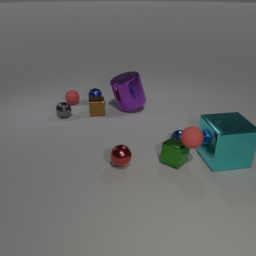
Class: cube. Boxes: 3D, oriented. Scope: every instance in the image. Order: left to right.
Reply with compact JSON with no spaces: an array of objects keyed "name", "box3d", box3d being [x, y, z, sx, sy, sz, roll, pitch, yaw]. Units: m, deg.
[{"name":"cube","box3d":[-1.416,-0.985,12.725,0.700,0.700,0.700,-4,28,-8]},{"name":"cube","box3d":[1.563,0.795,9.252,0.700,0.700,0.700,19,25,32]},{"name":"cube","box3d":[3.241,0.414,9.294,1.400,1.400,1.400,-5,29,-9]}]

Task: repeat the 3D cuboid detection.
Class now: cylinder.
[{"name":"cylinder","box3d":[0.022,-1.716,13.013,1.400,1.400,1.400,-15,28,8]}]

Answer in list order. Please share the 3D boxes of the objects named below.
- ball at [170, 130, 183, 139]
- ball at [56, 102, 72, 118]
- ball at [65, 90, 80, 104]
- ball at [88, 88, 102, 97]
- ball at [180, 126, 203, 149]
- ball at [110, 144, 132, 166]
[{"name":"ball","box3d":[1.864,0.413,10.068,0.700,0.700,0.700,0,28,0]},{"name":"ball","box3d":[-2.849,-0.804,12.409,0.700,0.700,0.700,0,28,0]},{"name":"ball","box3d":[-2.724,-1.514,13.705,0.700,0.700,0.700,0,28,0]},{"name":"ball","box3d":[-1.619,-1.624,13.876,0.700,0.700,0.700,0,28,0]},{"name":"ball","box3d":[1.999,0.295,8.764,0.700,0.700,0.700,0,28,0]},{"name":"ball","box3d":[-0.225,0.880,9.017,0.700,0.700,0.700,0,28,0]}]
